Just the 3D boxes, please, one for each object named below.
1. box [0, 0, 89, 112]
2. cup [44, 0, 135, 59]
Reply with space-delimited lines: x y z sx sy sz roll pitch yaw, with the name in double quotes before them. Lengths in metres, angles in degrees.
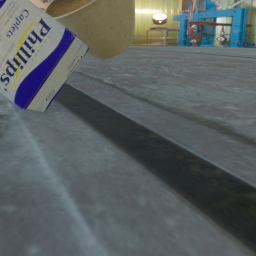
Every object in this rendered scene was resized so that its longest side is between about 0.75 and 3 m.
"box" -1.765 -1.313 4.748 1.593 1.465 0.836 36 4 5
"cup" -0.645 -2.535 6.557 2.096 1.499 2.096 -19 43 18
